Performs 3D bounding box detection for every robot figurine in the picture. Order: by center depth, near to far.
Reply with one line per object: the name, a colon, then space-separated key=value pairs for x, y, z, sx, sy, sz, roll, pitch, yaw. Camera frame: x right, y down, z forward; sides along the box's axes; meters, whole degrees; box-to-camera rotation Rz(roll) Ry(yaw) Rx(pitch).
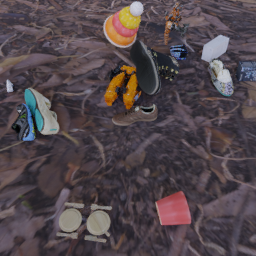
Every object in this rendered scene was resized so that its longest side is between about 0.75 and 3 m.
robot figurine: x=-0.107 y=-1.866 z=12.095 sx=1.731 sy=0.695 sz=2.387 roll=12 pitch=46 yaw=11

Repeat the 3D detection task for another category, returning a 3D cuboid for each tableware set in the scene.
tableware set: x=-1.192 y=2.631 z=7.826 sx=1.467 sy=0.294 sz=0.970 roll=3 pitch=56 yaw=11

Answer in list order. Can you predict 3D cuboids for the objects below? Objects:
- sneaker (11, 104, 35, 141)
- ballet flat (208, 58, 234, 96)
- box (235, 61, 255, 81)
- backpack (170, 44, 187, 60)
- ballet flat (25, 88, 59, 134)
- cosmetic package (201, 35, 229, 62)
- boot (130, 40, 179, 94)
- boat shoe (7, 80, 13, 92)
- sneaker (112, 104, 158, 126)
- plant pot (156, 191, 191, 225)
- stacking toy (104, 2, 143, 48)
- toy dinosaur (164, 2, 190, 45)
sneaker: x=-3.986 y=-0.253 z=10.472 sx=0.780 sy=0.667 sz=1.881 roll=-11 pitch=48 yaw=-20
ballet flat: x=4.155 y=-2.418 z=12.601 sx=0.834 sy=0.834 sz=2.318 roll=-4 pitch=45 yaw=-4
box: x=5.554 y=-2.594 z=12.796 sx=1.013 sy=0.752 sz=0.542 roll=0 pitch=44 yaw=1
backpack: x=2.533 y=-3.845 z=14.206 sx=0.839 sy=0.564 sz=0.766 roll=-1 pitch=45 yaw=-2
ballet flat: x=-3.321 y=-0.669 z=10.912 sx=0.910 sy=0.910 sz=2.620 roll=-20 pitch=49 yaw=-19
cosmetic package: x=4.443 y=-4.042 z=14.252 sx=0.556 sy=0.791 sz=1.560 roll=33 pitch=53 yaw=30
boot: x=1.384 y=-2.420 z=11.952 sx=2.191 sy=1.047 sz=2.901 roll=12 pitch=46 yaw=-33
boat shoe: x=-5.234 y=-1.877 z=12.435 sx=0.262 sy=0.276 sz=0.765 roll=-5 pitch=41 yaw=-24
sneaker: x=0.258 y=-0.587 z=10.808 sx=1.790 sy=0.676 sz=0.631 roll=-9 pitch=45 yaw=-10
plant pot: x=1.236 y=2.291 z=7.816 sx=0.804 sy=0.909 sz=0.909 roll=-14 pitch=45 yaw=0
stacking toy: x=0.011 y=-4.396 z=11.492 sx=1.537 sy=2.104 sz=1.537 roll=5 pitch=78 yaw=-23
toy dinosaur: x=1.937 y=-4.279 z=11.620 sx=1.083 sy=1.596 sz=0.815 roll=22 pitch=42 yaw=-2
